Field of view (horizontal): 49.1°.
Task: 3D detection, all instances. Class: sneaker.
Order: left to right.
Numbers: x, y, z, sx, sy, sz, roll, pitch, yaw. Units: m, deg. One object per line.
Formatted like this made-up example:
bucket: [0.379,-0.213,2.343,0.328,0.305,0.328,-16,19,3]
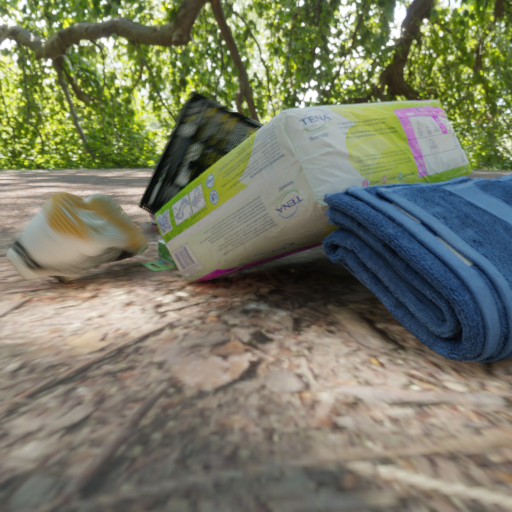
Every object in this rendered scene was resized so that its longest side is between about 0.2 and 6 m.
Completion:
sneaker: [-2.644,-0.219,8.409,1.239,1.069,2.827,-41,-9,8]

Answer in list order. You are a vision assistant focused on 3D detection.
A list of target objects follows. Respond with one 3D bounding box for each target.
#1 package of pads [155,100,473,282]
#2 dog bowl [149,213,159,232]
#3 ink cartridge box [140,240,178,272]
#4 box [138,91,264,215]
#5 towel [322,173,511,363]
package of pads: [1.001,-0.992,8.353,4.049,1.381,3.128,-18,-8,-43]
dog bowl: [-1.802,-0.921,13.387,1.580,0.583,1.580,-1,12,0]
ink cartridge box: [-1.253,-0.056,9.456,1.281,0.380,0.665,-8,16,-31]
box: [-0.833,-1.566,10.440,1.912,2.394,0.591,25,6,-2]
towel: [2.909,-0.104,6.443,4.178,1.014,2.333,-8,40,-37]
